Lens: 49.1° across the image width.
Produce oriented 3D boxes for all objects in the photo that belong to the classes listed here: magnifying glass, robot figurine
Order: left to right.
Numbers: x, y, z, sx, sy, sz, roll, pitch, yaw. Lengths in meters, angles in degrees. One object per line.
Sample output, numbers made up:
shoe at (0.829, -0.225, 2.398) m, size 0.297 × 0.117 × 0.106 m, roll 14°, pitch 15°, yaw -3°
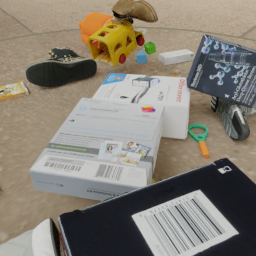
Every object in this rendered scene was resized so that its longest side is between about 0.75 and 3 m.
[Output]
robot figurine at (-1.118, -4.599, 13.619) m, size 2.934 × 1.711 × 2.111 m, roll 27°, pitch 20°, yaw 35°
magnifying glass at (2.067, 0.320, 7.966) m, size 0.587 × 0.165 × 1.474 m, roll -3°, pitch 36°, yaw 3°

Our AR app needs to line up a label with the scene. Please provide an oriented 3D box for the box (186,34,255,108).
box at (2.757, -1.597, 7.757) m, size 1.898 × 1.409 × 1.016 m, roll 18°, pitch 26°, yaw 3°

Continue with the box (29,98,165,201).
box at (-0.459, 0.329, 6.337) m, size 2.276 × 0.601 × 2.920 m, roll 7°, pitch 36°, yaw 9°

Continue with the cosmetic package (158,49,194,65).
cosmetic package at (2.198, -3.231, 12.784) m, size 1.530 × 0.387 × 0.631 m, roll -14°, pitch 38°, yaw -19°

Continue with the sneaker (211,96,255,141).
sneaker at (3.544, -0.484, 8.528) m, size 1.385 × 0.900 × 2.398 m, roll 0°, pitch 34°, yaw -4°

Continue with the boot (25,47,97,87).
boot at (-2.936, -2.542, 11.326) m, size 2.810 × 1.014 × 2.123 m, roll -16°, pitch 36°, yaw -30°

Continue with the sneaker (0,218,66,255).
sneaker at (-1.456, 2.770, 3.999) m, size 1.324 × 1.090 × 2.879 m, roll -21°, pitch 35°, yaw -5°

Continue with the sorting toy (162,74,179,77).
sorting toy at (1.420, -1.754, 10.898) m, size 1.431 × 0.195 × 0.806 m, roll -21°, pitch 45°, yaw -26°

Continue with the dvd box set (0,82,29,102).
dvd box set at (-4.378, -1.323, 10.285) m, size 1.218 × 0.179 × 0.891 m, roll -19°, pitch 41°, yaw -25°

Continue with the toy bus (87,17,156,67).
toy bus at (-0.342, -3.585, 10.909) m, size 2.474 × 1.355 × 2.622 m, roll -14°, pitch 46°, yaw 1°

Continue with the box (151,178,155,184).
box at (-0.543, 0.790, 6.834) m, size 1.090 × 0.726 × 2.895 m, roll -16°, pitch 38°, yaw -21°

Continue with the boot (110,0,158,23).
boot at (0.188, -3.982, 9.769) m, size 0.827 × 0.806 × 2.191 m, roll -38°, pitch 46°, yaw -12°

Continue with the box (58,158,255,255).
box at (0.586, 2.002, 3.643) m, size 2.409 × 2.449 × 1.438 m, roll -15°, pitch 38°, yaw -20°

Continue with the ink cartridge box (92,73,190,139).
ink cartridge box at (0.506, -0.748, 8.579) m, size 2.701 × 1.160 × 1.978 m, roll 4°, pitch 34°, yaw 11°
